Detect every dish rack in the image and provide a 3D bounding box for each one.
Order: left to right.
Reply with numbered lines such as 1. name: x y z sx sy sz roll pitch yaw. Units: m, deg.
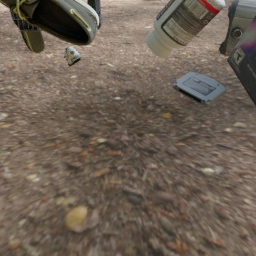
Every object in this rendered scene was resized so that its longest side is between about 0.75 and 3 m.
1. dish rack: -1.830 -3.270 7.028 2.265 1.737 0.618 -4 27 -5

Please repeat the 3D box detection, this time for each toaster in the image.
1. toaster: 3.966 -2.994 8.422 1.855 1.632 2.871 17 32 19

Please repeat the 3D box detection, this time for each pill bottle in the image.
1. pill bottle: 1.619 -3.285 8.545 1.316 2.378 1.316 26 43 -26

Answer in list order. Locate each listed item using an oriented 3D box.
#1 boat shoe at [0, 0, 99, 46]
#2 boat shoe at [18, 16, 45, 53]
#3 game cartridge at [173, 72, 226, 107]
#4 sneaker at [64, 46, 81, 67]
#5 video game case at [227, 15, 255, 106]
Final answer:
1. boat shoe: -1.912 -2.657 5.987 2.747 0.982 0.821 22 44 -22
2. boat shoe: -2.837 -2.963 7.857 0.557 1.696 0.606 11 32 36
3. game cartridge: 1.286 -0.713 4.994 0.555 0.173 0.833 -32 48 -22
4. sneaker: -1.724 -2.219 8.560 0.427 0.510 1.153 -38 11 -14
5. video game case: 2.605 -1.069 4.085 0.279 2.945 2.104 -21 71 -10
